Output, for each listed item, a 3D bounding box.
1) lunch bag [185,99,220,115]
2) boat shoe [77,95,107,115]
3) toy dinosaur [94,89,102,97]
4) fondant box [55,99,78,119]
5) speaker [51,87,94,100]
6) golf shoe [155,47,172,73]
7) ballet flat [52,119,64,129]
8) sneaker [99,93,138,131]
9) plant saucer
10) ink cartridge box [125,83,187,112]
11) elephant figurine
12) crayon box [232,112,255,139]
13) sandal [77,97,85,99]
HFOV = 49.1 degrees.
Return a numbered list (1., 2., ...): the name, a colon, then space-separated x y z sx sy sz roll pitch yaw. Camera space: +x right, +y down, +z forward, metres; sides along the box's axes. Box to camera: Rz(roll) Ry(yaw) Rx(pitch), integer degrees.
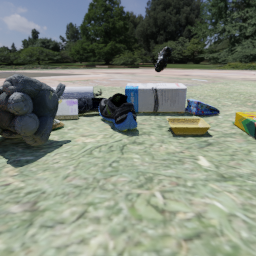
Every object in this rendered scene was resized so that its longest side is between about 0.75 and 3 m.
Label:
1. lunch bag: 3.286 -0.865 12.128 1.262 0.594 0.950 5 10 -17
2. boat shoe: -1.700 -0.986 11.820 2.075 0.774 0.646 -1 -26 -17
3. toy dinosaur: -1.860 -1.576 14.622 2.563 0.608 1.130 1 30 3
4. fondant box: -2.535 -0.750 11.177 1.061 0.309 0.765 -2 59 -10
5. speaker: -2.878 -1.508 13.537 2.430 0.987 0.987 -2 15 -7
6. golf shoe: 1.231 -2.453 10.077 0.382 0.982 0.464 28 7 -28
7. ballet flat: -2.611 -0.126 9.501 0.418 0.384 1.217 8 17 28
8. sneaker: -0.343 -0.741 10.279 0.997 1.165 2.811 -4 15 -20
9. plant saucer: 1.983 -0.053 9.384 1.267 0.307 1.266 0 16 1
10. ink cartridge box: 1.241 -1.437 12.955 2.676 1.128 1.954 1 15 4
11. elephant figurine: -3.676 -0.427 8.122 2.966 2.098 2.301 -10 -19 24
12. crayon box: 4.457 -0.164 9.387 1.302 0.521 2.050 0 14 -1
13. sandal: -2.253 -1.007 12.405 2.460 0.589 0.925 -12 19 -38
